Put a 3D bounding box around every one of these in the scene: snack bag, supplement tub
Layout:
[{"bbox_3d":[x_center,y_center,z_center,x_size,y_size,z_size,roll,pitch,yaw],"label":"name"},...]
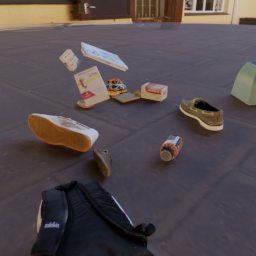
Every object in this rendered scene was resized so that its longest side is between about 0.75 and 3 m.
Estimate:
[{"bbox_3d":[-0.695,-1.950,7.576,1.212,0.138,1.285,14,24,-24],"label":"snack bag"},{"bbox_3d":[1.349,0.636,8.800,0.548,0.548,1.025,12,29,23],"label":"supplement tub"}]

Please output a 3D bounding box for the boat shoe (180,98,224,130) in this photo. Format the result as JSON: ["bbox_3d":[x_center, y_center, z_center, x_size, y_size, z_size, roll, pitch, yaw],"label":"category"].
[{"bbox_3d":[2.956,-0.764,11.355,0.921,0.771,2.578,-9,28,-18],"label":"boat shoe"}]

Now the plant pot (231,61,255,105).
[{"bbox_3d":[6.175,-2.210,13.222,1.697,1.728,1.692,-5,27,-9],"label":"plant pot"}]

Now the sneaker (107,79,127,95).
[{"bbox_3d":[-0.537,-2.155,14.126,0.754,0.744,1.926,3,18,14],"label":"sneaker"}]

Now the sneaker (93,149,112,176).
[{"bbox_3d":[-0.647,0.938,8.277,0.491,0.458,1.299,-10,29,-22],"label":"sneaker"}]

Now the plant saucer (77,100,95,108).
[{"bbox_3d":[-1.861,-1.100,12.738,0.873,0.155,0.873,0,26,0],"label":"plant saucer"}]

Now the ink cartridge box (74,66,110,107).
[{"bbox_3d":[-1.271,-1.451,9.747,0.873,0.502,1.203,-23,62,-4],"label":"ink cartridge box"}]

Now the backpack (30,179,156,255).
[{"bbox_3d":[-0.824,1.965,5.044,1.941,1.472,2.326,-4,23,-26],"label":"backpack"}]

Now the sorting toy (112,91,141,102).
[{"bbox_3d":[0.097,-1.501,13.558,1.450,0.194,1.080,-17,27,-31],"label":"sorting toy"}]

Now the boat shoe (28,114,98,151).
[{"bbox_3d":[-2.220,0.059,9.640,2.583,0.915,0.895,20,31,17],"label":"boat shoe"}]

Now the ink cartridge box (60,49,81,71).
[{"bbox_3d":[-2.715,-3.177,13.126,0.341,0.815,0.591,13,61,46],"label":"ink cartridge box"}]

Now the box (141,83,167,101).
[{"bbox_3d":[1.269,-1.760,13.562,1.104,0.602,0.706,15,30,27],"label":"box"}]
